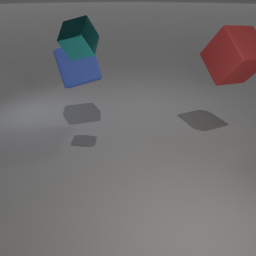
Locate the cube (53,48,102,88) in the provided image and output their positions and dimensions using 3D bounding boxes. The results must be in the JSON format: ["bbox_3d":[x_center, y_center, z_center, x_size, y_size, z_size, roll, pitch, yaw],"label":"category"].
[{"bbox_3d":[-1.849,-2.362,10.602,1.400,1.400,1.400,-17,10,-4],"label":"cube"}]

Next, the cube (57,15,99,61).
[{"bbox_3d":[-1.213,-2.209,6.920,0.700,0.700,0.700,-5,58,22],"label":"cube"}]

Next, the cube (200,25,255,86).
[{"bbox_3d":[3.581,-2.428,9.421,1.400,1.400,1.400,-10,68,-27],"label":"cube"}]
